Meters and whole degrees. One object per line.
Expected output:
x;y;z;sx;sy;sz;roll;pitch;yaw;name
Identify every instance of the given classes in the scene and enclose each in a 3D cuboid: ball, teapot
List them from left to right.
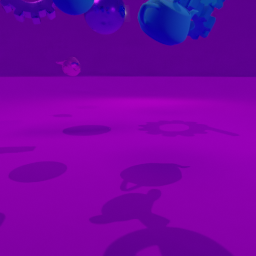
-2.118;-2.221;10.111;1.125;0.700;0.551;29;33;28;teapot
-1.005;-2.513;5.127;0.833;0.833;0.833;0;11;0;ball
-0.676;-3.390;8.202;1.239;1.239;1.239;0;11;0;ball
0.707;-1.919;4.838;1.503;0.736;0.935;-14;55;-45;teapot

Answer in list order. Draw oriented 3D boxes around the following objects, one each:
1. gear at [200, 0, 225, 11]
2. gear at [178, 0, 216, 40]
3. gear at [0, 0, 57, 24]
2.732;-4.345;8.517;0.281;1.518;1.518;14;4;-27;gear
1.632;-3.443;8.540;2.004;0.371;2.004;27;-3;2;gear
-2.175;-3.122;6.313;1.493;1.493;0.276;-2;-6;-10;gear
